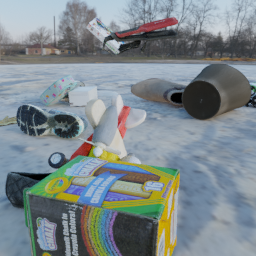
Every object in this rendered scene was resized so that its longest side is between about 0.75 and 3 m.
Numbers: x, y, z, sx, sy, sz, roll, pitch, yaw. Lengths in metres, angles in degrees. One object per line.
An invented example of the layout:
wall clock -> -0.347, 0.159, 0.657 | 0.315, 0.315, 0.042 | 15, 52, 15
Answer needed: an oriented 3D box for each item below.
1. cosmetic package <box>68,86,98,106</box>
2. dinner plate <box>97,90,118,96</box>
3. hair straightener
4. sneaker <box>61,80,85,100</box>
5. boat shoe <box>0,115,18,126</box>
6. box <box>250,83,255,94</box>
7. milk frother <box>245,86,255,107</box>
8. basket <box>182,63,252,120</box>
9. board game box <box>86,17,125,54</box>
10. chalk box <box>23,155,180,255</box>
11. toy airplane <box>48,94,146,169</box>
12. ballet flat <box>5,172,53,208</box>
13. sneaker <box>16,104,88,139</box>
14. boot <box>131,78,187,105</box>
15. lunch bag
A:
cosmetic package -> -1.894, -1.387, 12.051 | 0.882, 0.634, 1.562 | -2, 15, 6
dinner plate -> -1.177, -1.826, 14.574 | 1.325, 0.161, 1.325 | 0, 17, 0
hair straightener -> 0.355, -2.644, 8.626 | 2.487, 0.957, 0.509 | -18, 47, -6
sneaker -> -2.523, -1.717, 13.300 | 0.816, 0.761, 2.058 | 14, 25, 14
boat shoe -> -3.749, -0.253, 8.697 | 0.758, 0.289, 0.272 | -14, 21, -41
box -> 6.388, -1.667, 13.027 | 1.255, 0.688, 1.422 | 2, 17, -1
milk frother -> 5.134, -1.314, 11.384 | 0.806, 0.893, 0.840 | 0, 15, 15
basket -> 2.998, -1.247, 9.882 | 2.142, 1.616, 2.376 | 37, 36, 21
board game box -> -0.844, -3.637, 11.052 | 1.558, 0.270, 0.984 | 39, 32, -13
chalk box -> -0.364, 0.966, 3.009 | 1.648, 1.029, 1.021 | 7, 17, 20
toy airplane -> -0.213, 0.329, 4.159 | 1.158, 1.634, 1.641 | 30, 23, 29
ballet flat -> -0.965, 0.801, 4.503 | 1.864, 0.529, 0.619 | -10, 18, -31
sneaker -> -2.096, -0.147, 7.755 | 2.098, 0.814, 0.906 | 13, 9, 17
boot -> 1.612, -1.471, 11.819 | 2.841, 0.998, 2.077 | -2, 18, -5
lunch bag -> -2.806, -1.544, 11.524 | 1.468, 0.566, 1.177 | -34, 3, 27
